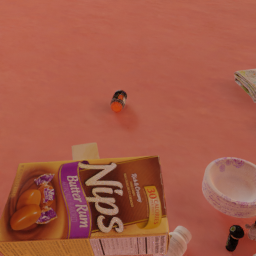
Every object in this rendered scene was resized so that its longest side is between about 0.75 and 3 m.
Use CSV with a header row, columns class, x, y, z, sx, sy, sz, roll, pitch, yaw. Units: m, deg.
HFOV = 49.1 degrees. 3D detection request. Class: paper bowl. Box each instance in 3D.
class,x,y,z,sx,sy,sz,roll,pitch,yaw
paper bowl,2.378,1.372,6.269,1.409,0.733,1.409,0,39,0

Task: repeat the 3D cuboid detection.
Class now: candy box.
class,x,y,z,sx,sy,sz,roll,pitch,yaw
candy box,-0.722,1.376,5.037,2.758,0.779,1.609,-3,43,1

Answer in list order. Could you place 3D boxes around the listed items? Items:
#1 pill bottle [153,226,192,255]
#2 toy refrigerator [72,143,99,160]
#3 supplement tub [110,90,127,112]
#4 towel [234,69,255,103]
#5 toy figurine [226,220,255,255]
class,x,y,z,sx,sy,sz,roll,pitch,yaw
pill bottle,0.872,2.278,5.383,0.446,0.446,0.780,28,46,31
toy refrigerator,-0.844,1.276,6.373,0.696,0.755,1.989,-7,39,-9
supplement tub,-0.310,-0.888,9.287,0.472,0.472,0.771,7,40,9
towel,5.214,-1.588,10.101,2.233,0.538,1.911,-6,40,-7
toy figurine,2.433,2.222,5.272,0.948,0.670,0.963,-13,40,-16
